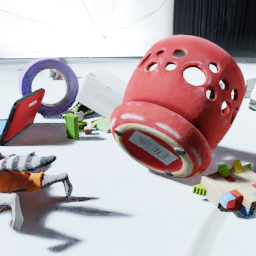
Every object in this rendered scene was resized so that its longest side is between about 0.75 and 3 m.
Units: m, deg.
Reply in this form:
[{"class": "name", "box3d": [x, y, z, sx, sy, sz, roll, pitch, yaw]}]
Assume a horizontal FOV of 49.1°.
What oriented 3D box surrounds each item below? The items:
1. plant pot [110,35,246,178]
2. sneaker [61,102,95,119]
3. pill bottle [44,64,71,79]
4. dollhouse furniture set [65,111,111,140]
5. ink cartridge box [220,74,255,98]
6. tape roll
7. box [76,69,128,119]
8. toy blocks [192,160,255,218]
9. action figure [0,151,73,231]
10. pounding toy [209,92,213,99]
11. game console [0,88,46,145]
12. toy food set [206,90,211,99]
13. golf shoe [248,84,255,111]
[{"class": "plant pot", "box3d": [1.033, -0.345, 6.491, 2.652, 2.652, 2.415, 13, 58, 35]}, {"class": "sneaker", "box3d": [-2.036, -0.850, 11.516, 0.664, 0.767, 1.852, 12, 21, 31]}, {"class": "pill bottle", "box3d": [-5.440, -4.390, 21.791, 1.956, 1.097, 1.097, -17, 24, -42]}, {"class": "dollhouse furniture set", "box3d": [-1.176, -0.253, 9.650, 2.079, 0.802, 1.039, -17, 25, -42]}, {"class": "ink cartridge box", "box3d": [6.105, -2.539, 16.200, 1.816, 1.049, 2.496, -15, 24, -39]}, {"class": "tape roll", "box3d": [-3.292, -1.726, 11.665, 2.326, 2.326, 0.988, -9, 19, -25]}, {"class": "box", "box3d": [-0.801, -1.364, 11.335, 1.826, 1.200, 1.835, 31, 23, 5]}, {"class": "toy blocks", "box3d": [2.165, 1.255, 5.442, 1.477, 0.738, 1.010, -9, 31, -22]}, {"class": "action figure", "box3d": [-2.523, 0.737, 5.648, 2.831, 1.530, 2.926, 16, 23, 16]}, {"class": "pounding toy", "box3d": [4.517, -1.992, 14.854, 0.973, 0.855, 0.445, -5, 19, -15]}, {"class": "game console", "box3d": [-4.141, -0.485, 9.426, 1.492, 2.167, 2.514, 26, 18, -6]}, {"class": "toy food set", "box3d": [2.378, -1.039, 12.357, 2.401, 0.784, 1.413, 3, 43, 16]}, {"class": "golf shoe", "box3d": [6.808, -1.387, 12.369, 2.989, 1.316, 1.154, -4, 18, -17]}]
